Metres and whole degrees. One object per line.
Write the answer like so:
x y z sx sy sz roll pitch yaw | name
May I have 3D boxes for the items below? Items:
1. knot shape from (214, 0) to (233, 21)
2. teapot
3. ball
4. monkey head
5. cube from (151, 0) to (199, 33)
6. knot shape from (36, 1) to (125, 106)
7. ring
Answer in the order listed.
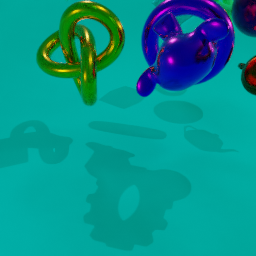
2.520 -3.284 7.661 1.561 0.721 1.460 21 5 11 | knot shape
2.837 -1.024 5.655 0.708 0.900 1.447 12 20 -49 | teapot
2.868 -2.578 6.006 1.228 1.228 1.228 0 35 0 | ball
0.780 -1.246 4.485 1.228 1.708 1.029 53 34 -2 | monkey head
1.159 -2.798 6.935 0.875 0.875 0.875 -37 83 -4 | cube
-0.832 -1.489 5.246 0.865 1.752 1.872 -13 62 -53 | knot shape
1.162 -1.694 5.621 1.847 1.847 0.369 10 38 13 | ring
